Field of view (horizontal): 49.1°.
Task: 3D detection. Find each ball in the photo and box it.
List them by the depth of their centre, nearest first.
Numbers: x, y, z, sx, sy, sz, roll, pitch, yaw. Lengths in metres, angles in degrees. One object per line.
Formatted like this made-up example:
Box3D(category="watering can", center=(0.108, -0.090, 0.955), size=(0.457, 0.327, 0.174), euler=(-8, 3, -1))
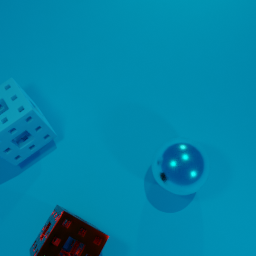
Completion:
Box3D(category="ball", center=(1.167, 0.850, 6.252), size=(1.284, 1.284, 1.284), euler=(0, 73, 0))

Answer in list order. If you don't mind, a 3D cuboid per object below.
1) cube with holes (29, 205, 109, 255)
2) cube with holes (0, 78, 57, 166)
Box3D(category="cube with holes", center=(-1.222, 2.346, 5.698), size=(1.058, 1.058, 1.058), euler=(34, 71, -13))
Box3D(category="cube with holes", center=(-2.619, -0.121, 6.406), size=(1.191, 1.191, 1.191), euler=(-37, 59, -8))
